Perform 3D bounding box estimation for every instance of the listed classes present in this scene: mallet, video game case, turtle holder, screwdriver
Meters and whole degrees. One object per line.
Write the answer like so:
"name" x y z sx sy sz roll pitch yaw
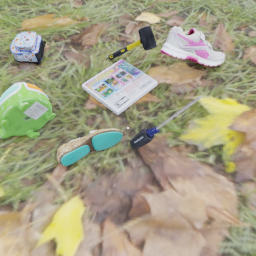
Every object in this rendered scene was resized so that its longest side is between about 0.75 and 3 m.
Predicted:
"mallet" 0.103 -2.652 9.580 0.451 2.193 0.722 -26 93 -41
"video game case" -0.272 -1.444 9.420 1.737 0.226 1.909 38 61 26
"turtle holder" -3.068 -0.461 8.070 1.398 1.841 1.307 2 44 -41
"screwdriver" 0.847 -0.037 6.900 0.391 2.804 0.408 14 64 -26

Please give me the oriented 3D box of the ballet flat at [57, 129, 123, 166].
"ballet flat" -1.089 0.384 7.743 1.924 0.678 0.628 -22 40 -21

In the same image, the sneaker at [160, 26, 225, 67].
"sneaker" 2.349 -2.783 9.524 2.430 1.072 0.988 7 19 -24

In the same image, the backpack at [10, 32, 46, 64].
"backpack" -3.693 -2.929 10.219 1.112 0.900 1.168 -6 54 9
